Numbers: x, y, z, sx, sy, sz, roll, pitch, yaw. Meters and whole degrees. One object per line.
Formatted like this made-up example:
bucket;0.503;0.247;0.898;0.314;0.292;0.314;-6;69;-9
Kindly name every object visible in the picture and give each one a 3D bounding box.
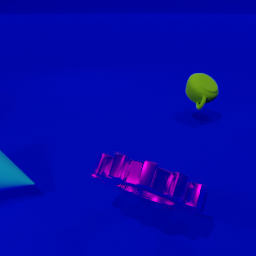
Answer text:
teapot;1.968;-1.050;7.663;0.897;0.706;1.442;22;47;-12
cone;-2.236;0.707;4.537;1.471;1.466;1.466;17;24;-3
gear;0.286;0.809;3.963;1.591;1.591;0.294;12;70;24
